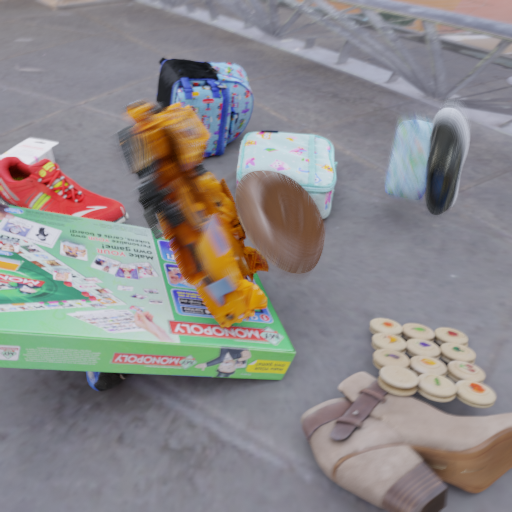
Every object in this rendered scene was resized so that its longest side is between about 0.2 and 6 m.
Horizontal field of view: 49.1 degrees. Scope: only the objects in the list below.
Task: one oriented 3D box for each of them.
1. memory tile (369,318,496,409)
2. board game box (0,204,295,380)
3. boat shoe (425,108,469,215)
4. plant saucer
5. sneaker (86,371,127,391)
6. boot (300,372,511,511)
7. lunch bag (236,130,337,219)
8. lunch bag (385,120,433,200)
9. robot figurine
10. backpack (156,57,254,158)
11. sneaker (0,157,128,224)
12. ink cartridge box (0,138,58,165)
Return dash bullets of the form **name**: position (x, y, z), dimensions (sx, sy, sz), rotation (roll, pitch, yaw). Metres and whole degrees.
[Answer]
- **memory tile**: position (2.526, 1.507, 8.336), dimensions (1.618, 0.177, 2.111), rotation (9, 21, 4)
- **board game box**: position (-1.890, 0.524, 8.540), dimensions (4.424, 0.644, 2.977), rotation (9, 32, -25)
- **boat shoe**: position (3.227, -1.565, 9.579), dimensions (0.633, 1.845, 0.522), rotation (13, 34, 31)
- **plant saucer**: position (0.458, -0.588, 8.456), dimensions (1.759, 0.303, 1.759), rotation (24, 50, -33)
- **sneaker**: position (-2.747, 1.225, 8.836), dimensions (1.097, 0.967, 2.461), rotation (-28, 44, -7)
- **boot**: position (2.070, 2.219, 7.365), dimensions (2.790, 0.980, 2.040), rotation (-14, 30, -29)
- **lunch bag**: position (0.735, -1.919, 12.778), dimensions (2.283, 1.097, 2.847), rotation (2, 36, 3)
- **lunch bag**: position (3.238, -2.018, 11.726), dimensions (0.661, 1.604, 1.289), rotation (11, 8, -7)
- **robot figurine**: position (-0.820, -0.725, 7.864), dimensions (0.932, 3.202, 2.322), rotation (-20, 24, 12)
- **backpack**: position (-1.190, -3.733, 14.381), dimensions (2.584, 2.359, 1.738), rotation (-8, 44, -30)
- **sneaker**: position (-4.205, -1.289, 11.650), dimensions (3.316, 1.408, 1.277), rotation (16, 39, 21)
- **ink cartridge box**: position (-5.629, -2.270, 13.710), dimensions (0.959, 0.551, 1.638), rotation (11, 38, 15)
